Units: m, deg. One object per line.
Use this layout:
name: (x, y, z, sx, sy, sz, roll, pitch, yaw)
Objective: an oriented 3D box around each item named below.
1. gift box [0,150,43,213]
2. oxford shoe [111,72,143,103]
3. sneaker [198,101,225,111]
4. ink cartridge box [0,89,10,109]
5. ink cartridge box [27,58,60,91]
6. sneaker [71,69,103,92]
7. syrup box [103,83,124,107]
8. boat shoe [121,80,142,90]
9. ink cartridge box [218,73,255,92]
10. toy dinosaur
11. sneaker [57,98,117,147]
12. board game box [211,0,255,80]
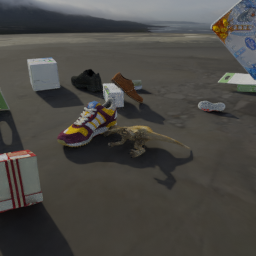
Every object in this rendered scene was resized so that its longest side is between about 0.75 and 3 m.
gift box: (-2.014, 0.953, 4.814, 0.931, 0.942, 1.009, -8, 8, -23)
oxford shoe: (0.074, -1.474, 10.370, 1.466, 0.522, 0.523, 40, 12, -15)
sneaker: (2.924, -0.713, 9.777, 0.918, 0.354, 0.376, 10, -3, 26)
ink cartridge box: (-5.378, -1.302, 9.195, 2.481, 1.805, 0.595, -4, 57, -6)
ink cartridge box: (-3.844, -2.471, 12.720, 1.165, 1.159, 1.588, -10, 25, -20)
sneaker: (-1.833, -2.208, 12.479, 1.974, 0.896, 0.749, 17, 30, 37)
syrup box: (-0.570, -1.258, 10.614, 0.583, 0.564, 1.433, -5, 23, -12)
boat shoe: (-0.031, -1.948, 12.467, 1.315, 0.408, 0.473, -2, 23, -5)
ink cartridge box: (5.050, -2.044, 12.443, 1.713, 0.411, 1.246, 9, 34, 36)
toy dinosaur: (0.298, 0.185, 7.032, 2.401, 0.699, 1.214, 11, 24, 24)
sneaker: (-1.101, -0.218, 7.634, 0.788, 0.948, 2.103, 15, 27, 31)
board game box: (3.086, -2.110, 5.949, 1.881, 1.881, 0.243, -37, 28, 30)
